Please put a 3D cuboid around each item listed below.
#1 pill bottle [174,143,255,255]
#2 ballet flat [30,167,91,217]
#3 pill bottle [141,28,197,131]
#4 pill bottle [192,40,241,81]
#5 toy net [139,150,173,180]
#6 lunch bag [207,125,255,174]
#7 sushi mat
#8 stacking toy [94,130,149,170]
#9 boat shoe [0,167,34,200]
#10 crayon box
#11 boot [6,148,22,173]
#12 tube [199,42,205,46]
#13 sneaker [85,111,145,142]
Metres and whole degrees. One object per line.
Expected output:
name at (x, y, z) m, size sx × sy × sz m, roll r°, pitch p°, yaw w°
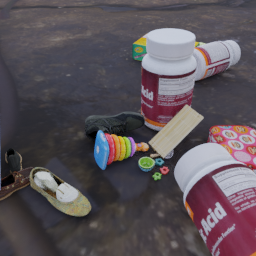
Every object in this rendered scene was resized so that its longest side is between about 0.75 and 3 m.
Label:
pill bottle at (1.988, 1.586, 5.244) m, size 1.519 × 1.519 × 2.660 m, roll -11°, pitch 39°, yaw -13°
ballet flat at (-1.583, 1.386, 6.294) m, size 1.745 × 0.617 × 0.617 m, roll 24°, pitch 43°, yaw 27°
pill bottle at (1.146, -1.361, 8.142) m, size 1.523 × 2.668 × 1.523 m, roll -1°, pitch 35°, yaw 0°
pill bottle at (3.323, -2.749, 11.165) m, size 2.277 × 1.247 × 1.247 m, roll -22°, pitch 42°, yaw -27°
toy net at (0.880, 0.792, 7.329) m, size 0.705 × 0.259 × 1.343 m, roll 25°, pitch 43°, yaw 30°
lunch bag at (2.964, 0.629, 7.153) m, size 1.553 × 0.722 × 1.763 m, roll -1°, pitch 37°, yaw -2°
sushi mat at (1.262, 0.076, 7.500) m, size 1.527 × 0.092 × 0.731 m, roll -45°, pitch 49°, yaw 0°
stacking toy at (-0.101, 0.529, 7.410) m, size 1.474 × 0.809 × 0.856 m, roll -1°, pitch 36°, yaw -23°
boat shoe at (-2.676, 1.248, 6.614) m, size 0.406 × 0.405 × 1.152 m, roll 23°, pitch 42°, yaw 32°
crayon box at (1.679, -3.438, 12.465) m, size 2.600 × 0.757 × 1.544 m, roll 18°, pitch 41°, yaw 22°
boot at (-2.943, 0.669, 7.130) m, size 0.390 × 0.696 × 1.007 m, roll -21°, pitch 41°, yaw -25°
tube at (3.702, -3.717, 13.160) m, size 0.520 × 0.465 × 1.791 m, roll 22°, pitch 15°, yaw -42°
sneaker at (-0.369, 0.054, 7.990) m, size 1.767 × 0.676 × 1.012 m, roll -4°, pitch 39°, yaw 0°
